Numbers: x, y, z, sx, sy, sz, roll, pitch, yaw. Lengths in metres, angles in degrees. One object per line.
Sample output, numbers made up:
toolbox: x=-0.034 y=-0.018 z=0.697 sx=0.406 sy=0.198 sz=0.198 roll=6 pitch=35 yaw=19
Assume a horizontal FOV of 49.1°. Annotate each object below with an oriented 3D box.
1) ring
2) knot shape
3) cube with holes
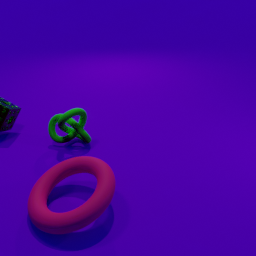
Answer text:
ring: x=-1.144 y=1.284 z=5.688 sx=1.846 sy=0.369 sz=1.846 roll=-12 pitch=36 yaw=9
knot shape: x=-1.667 y=-0.003 z=7.775 sx=1.183 sy=1.264 sz=0.584 roll=-6 pitch=42 yaw=13
cube with holes: x=-3.775 y=-0.412 z=8.222 sx=0.752 sy=0.752 sz=0.752 roll=28 pitch=7 yaw=0
